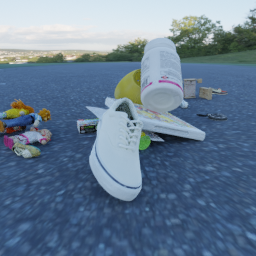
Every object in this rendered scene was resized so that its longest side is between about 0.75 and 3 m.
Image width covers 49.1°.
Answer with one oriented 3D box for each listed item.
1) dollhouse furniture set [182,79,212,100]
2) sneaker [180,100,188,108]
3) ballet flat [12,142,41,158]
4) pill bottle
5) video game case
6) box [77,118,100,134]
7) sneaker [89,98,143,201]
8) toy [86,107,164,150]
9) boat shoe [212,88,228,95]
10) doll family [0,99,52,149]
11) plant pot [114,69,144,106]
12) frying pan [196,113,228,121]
[{"bbox_3d":[3.263,-1.985,14.460,1.986,1.029,0.879,-5,15,-17],"label":"dollhouse furniture set"},{"bbox_3d":[2.560,-1.075,12.709,0.304,0.314,0.859,9,25,-1],"label":"sneaker"},{"bbox_3d":[-2.570,0.588,7.004,0.957,0.338,0.338,12,20,35],"label":"ballet flat"},{"bbox_3d":[1.075,-1.773,9.110,1.297,1.297,2.288,1,57,3],"label":"pill bottle"},{"bbox_3d":[0.741,-0.332,8.748,2.349,0.295,2.581,11,14,-25],"label":"video game case"},{"bbox_3d":[-0.901,-0.107,9.355,1.531,0.266,0.843,-5,17,-16],"label":"box"},{"bbox_3d":[-0.166,0.207,5.772,1.034,1.003,2.832,21,26,-21],"label":"sneaker"},{"bbox_3d":[-0.202,0.026,8.264,1.384,0.567,2.403,4,18,-35],"label":"toy"},{"bbox_3d":[5.187,-2.125,16.144,1.071,0.335,0.381,8,16,20],"label":"boat shoe"},{"bbox_3d":[-3.165,-0.237,8.298,2.452,1.105,1.522,15,22,42],"label":"doll family"},{"bbox_3d":[0.441,-1.475,10.378,1.709,1.709,1.213,-5,-24,-16],"label":"plant pot"},{"bbox_3d":[3.312,-0.480,10.843,0.730,0.196,1.206,-8,21,-26],"label":"frying pan"}]
